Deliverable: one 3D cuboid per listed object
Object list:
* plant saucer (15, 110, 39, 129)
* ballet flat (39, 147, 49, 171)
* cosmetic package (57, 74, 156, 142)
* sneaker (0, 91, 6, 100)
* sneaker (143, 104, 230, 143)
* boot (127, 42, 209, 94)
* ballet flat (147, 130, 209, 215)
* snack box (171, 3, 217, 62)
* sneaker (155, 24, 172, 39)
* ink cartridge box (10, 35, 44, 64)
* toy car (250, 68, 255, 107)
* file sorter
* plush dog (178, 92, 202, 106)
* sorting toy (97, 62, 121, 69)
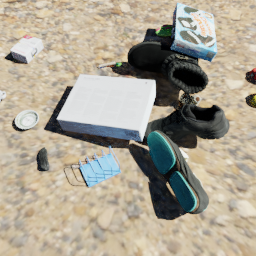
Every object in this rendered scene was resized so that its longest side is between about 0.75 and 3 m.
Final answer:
[{"bbox_3d":[-3.476,-0.255,9.708,0.810,0.203,0.810,0,55,0],"label":"plant saucer"},{"bbox_3d":[-2.661,0.983,8.903,0.289,0.247,0.870,-23,51,7],"label":"ballet flat"},{"bbox_3d":[-0.655,-0.765,9.503,2.841,0.734,2.142,8,58,17],"label":"cosmetic package"},{"bbox_3d":[-5.545,-1.133,9.933,2.319,0.871,1.333,20,58,7],"label":"sneaker"},{"bbox_3d":[1.669,-0.207,8.782,2.795,1.268,1.061,-12,55,18],"label":"sneaker"},{"bbox_3d":[1.348,-2.210,10.109,2.901,1.092,2.169,4,37,3],"label":"boot"},{"bbox_3d":[1.468,1.258,8.233,0.941,0.936,2.752,7,46,-40],"label":"ballet flat"},{"bbox_3d":[2.573,-3.833,11.025,1.641,0.524,2.825,16,49,-7],"label":"snack box"},{"bbox_3d":[2.014,-3.912,11.807,1.835,0.769,0.704,-6,54,-18],"label":"sneaker"},{"bbox_3d":[-4.169,-3.274,11.595,0.809,0.469,1.096,23,61,15],"label":"ink cartridge box"},{"bbox_3d":[5.552,-1.501,10.403,1.882,0.446,2.000,11,57,8],"label":"toy car"},{"bbox_3d":[-0.864,1.136,8.488,1.085,0.666,0.753,-23,58,-15],"label":"file sorter"},{"bbox_3d":[2.177,-0.985,9.999,0.680,0.792,0.635,36,29,12],"label":"plush dog"},{"bbox_3d":[-0.657,-2.285,10.238,0.934,0.690,0.137,-13,99,-10],"label":"sorting toy"}]
